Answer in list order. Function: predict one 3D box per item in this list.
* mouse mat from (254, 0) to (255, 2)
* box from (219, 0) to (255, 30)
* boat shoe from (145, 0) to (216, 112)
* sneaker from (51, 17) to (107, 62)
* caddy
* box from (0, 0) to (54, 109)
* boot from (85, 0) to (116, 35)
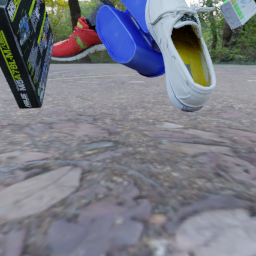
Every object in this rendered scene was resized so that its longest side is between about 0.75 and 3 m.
[{"bbox_3d":[3.173,-2.339,4.543,2.689,0.101,2.163,27,-12,-21],"label":"mouse mat"},{"bbox_3d":[3.781,-4.092,9.584,1.081,0.954,0.523,-43,16,-22],"label":"box"},{"bbox_3d":[0.902,-1.590,4.570,0.929,2.514,1.072,-3,-20,-13],"label":"boat shoe"},{"bbox_3d":[-1.532,-3.073,9.316,2.682,1.139,1.033,-16,46,6],"label":"sneaker"},{"bbox_3d":[0.358,-2.325,6.507,1.301,1.753,2.479,8,43,-42],"label":"caddy"},{"bbox_3d":[-2.046,-1.953,5.553,0.552,2.245,2.325,-3,54,0],"label":"box"},{"bbox_3d":[-0.476,-2.852,7.844,1.361,0.896,0.475,34,-5,-20],"label":"boot"}]
